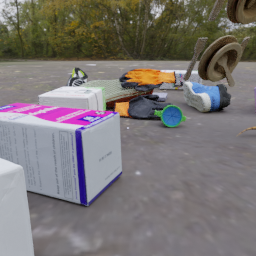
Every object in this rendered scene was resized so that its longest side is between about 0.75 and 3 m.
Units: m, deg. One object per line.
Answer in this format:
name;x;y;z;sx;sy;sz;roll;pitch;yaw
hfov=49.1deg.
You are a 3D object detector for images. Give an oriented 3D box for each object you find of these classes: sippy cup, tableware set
sippy cup;1.092;-0.316;7.273;0.574;0.731;0.536;-43;6;1
tableware set;2.282;-1.951;5.797;1.655;2.504;0.502;-13;49;-30

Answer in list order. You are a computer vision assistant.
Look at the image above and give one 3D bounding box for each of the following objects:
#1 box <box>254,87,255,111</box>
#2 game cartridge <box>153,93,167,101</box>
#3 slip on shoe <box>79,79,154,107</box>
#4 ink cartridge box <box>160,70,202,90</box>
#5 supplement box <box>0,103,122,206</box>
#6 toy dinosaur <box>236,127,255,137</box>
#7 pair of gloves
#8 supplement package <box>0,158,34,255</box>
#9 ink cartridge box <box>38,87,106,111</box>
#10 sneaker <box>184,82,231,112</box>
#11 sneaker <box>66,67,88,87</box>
box;4.887;-1.042;8.644;1.497;0.823;1.702;0;16;36
game cartridge;1.154;-1.221;11.024;0.732;0.217;1.128;-1;15;13
slip on shoe;-0.547;-1.074;9.401;2.934;0.898;1.087;-9;50;5
ink cartridge box;2.600;-2.409;13.971;2.005;0.842;1.452;3;16;10
supplement box;-1.230;0.273;4.193;2.042;1.055;1.033;5;18;23
toy dinosaur;3.240;0.009;6.252;1.426;0.431;0.757;8;19;28
pair of gloves;0.547;-1.083;8.436;1.847;0.256;2.073;1;53;9
supplement package;-1.902;0.780;1.943;2.317;1.269;1.318;10;19;33
ink cartridge box;-1.499;-0.670;7.945;1.362;0.786;1.872;2;16;8
sneaker;2.682;-1.121;9.465;1.151;0.794;2.069;-8;21;-7
sneaker;-2.170;-1.656;11.565;0.827;0.906;2.239;29;27;-18
